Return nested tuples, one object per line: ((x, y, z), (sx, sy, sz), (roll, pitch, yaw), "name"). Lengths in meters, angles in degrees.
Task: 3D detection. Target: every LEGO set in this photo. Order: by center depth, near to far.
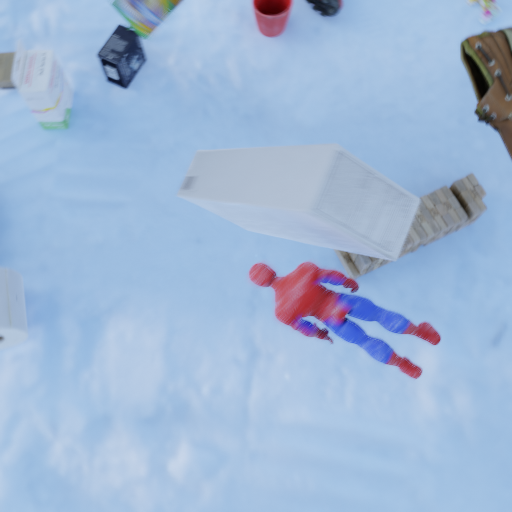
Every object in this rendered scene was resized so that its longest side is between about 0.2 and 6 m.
((4.697, -5.984, 12.210), (0.862, 0.698, 1.875), (-38, 75, -12), "LEGO set")

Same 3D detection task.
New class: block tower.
((2.864, -0.534, 10.296), (2.826, 0.817, 0.763), (-25, 73, -7), "block tower")

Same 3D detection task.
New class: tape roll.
((-4.696, 0.936, 9.367), (1.584, 1.584, 1.087), (-13, 71, -4), "tape roll")

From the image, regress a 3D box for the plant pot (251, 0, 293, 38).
((0.330, -5.143, 11.883), (0.874, 0.773, 0.874), (0, 72, 0), "plant pot")

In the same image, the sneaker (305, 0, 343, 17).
((1.412, -6.329, 12.227), (1.213, 0.878, 2.484), (-23, 71, -6), "sneaker")

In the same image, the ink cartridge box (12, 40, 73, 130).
((-4.070, -3.266, 10.779), (0.551, 1.637, 0.959), (0, 71, 0), "ink cartridge box")

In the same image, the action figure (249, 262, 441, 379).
((0.963, 0.656, 6.359), (2.494, 0.645, 0.816), (27, 99, -27), "action figure")

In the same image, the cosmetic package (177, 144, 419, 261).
((0.346, -0.810, 7.572), (1.448, 3.509, 0.888), (27, 84, -32), "cosmetic package")

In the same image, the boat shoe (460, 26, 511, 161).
((3.803, -2.323, 8.727), (0.838, 0.887, 2.466), (-11, 76, -2), "boat shoe")

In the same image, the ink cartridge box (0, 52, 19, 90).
((-5.054, -3.871, 11.703), (0.628, 0.286, 0.763), (-3, 71, 0), "ink cartridge box")

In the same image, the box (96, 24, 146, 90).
((-2.734, -4.063, 11.465), (0.512, 0.857, 0.871), (25, 73, 8), "box")

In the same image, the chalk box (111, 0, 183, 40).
((-1.708, -4.030, 8.858), (0.737, 1.189, 0.742), (45, 49, -22), "chalk box")
